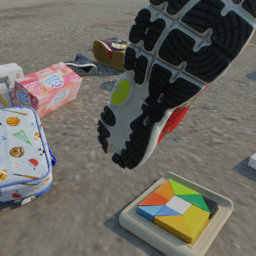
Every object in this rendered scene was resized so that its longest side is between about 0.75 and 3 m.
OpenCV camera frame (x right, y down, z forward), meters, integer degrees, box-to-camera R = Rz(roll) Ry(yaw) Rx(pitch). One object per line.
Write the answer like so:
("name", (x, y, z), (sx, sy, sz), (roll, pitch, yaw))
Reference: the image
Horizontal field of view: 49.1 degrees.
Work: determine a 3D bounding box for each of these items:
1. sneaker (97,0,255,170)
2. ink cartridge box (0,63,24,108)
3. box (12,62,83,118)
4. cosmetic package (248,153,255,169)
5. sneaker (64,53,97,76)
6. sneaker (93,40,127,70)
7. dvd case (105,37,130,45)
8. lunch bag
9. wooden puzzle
("sneaker", (0.550, -0.700, 3.655), (1.130, 2.935, 1.246), (46, 40, 11))
("ink cartridge box", (-4.210, -1.178, 8.839), (1.827, 1.328, 0.799), (-22, 37, -32))
("box", (-2.547, -1.216, 8.988), (1.025, 0.946, 1.998), (40, 42, 10))
("cosmetic package", (3.490, 0.858, 6.471), (0.802, 0.275, 1.063), (-26, 39, -32))
("sneaker", (-2.311, -2.692, 11.957), (1.672, 0.636, 1.208), (-6, 41, -28))
("sneaker", (-0.474, -3.412, 13.042), (1.281, 1.065, 2.843), (-19, 42, -40))
("dvd case", (-0.709, -4.720, 15.411), (1.031, 0.111, 1.387), (33, 44, 32))
("lunch bag", (-2.533, 0.556, 5.938), (1.800, 0.849, 2.247), (-8, 52, -25))
("wooden puzzle", (0.938, 1.543, 5.264), (1.591, 0.320, 1.719), (22, 37, 32))
